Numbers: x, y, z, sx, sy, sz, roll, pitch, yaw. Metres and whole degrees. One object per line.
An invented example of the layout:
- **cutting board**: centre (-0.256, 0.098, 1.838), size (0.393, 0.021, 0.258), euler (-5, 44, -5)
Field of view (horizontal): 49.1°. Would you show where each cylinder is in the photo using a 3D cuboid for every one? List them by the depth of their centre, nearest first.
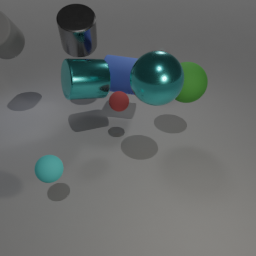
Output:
- **cylinder**: centre (-1.511, -1.723, 9.880), size (1.400, 1.400, 1.400), euler (-6, 32, -26)
- **cylinder**: centre (-4.722, -3.393, 10.277), size (1.400, 1.400, 1.400), euler (0, -2, 1)
- **cylinder**: centre (-1.886, -3.648, 10.573), size (1.400, 1.400, 1.400), euler (1, 65, -3)
- **cylinder**: centre (-0.223, -2.081, 11.005), size (1.400, 1.400, 1.400), euler (9, 33, 7)

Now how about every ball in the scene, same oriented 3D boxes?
- **ball**: centre (-1.974, 1.022, 7.015), size (0.700, 0.700, 0.700), euler (0, 32, 0)
- **ball**: centre (0.743, -1.272, 7.231), size (1.400, 1.400, 1.400), euler (0, 32, 0)
- **ball**: centre (-0.307, -0.911, 9.614), size (0.700, 0.700, 0.700), euler (0, 32, 0)
- **ball**: centre (2.024, -1.567, 9.660), size (1.400, 1.400, 1.400), euler (0, 32, 0)
